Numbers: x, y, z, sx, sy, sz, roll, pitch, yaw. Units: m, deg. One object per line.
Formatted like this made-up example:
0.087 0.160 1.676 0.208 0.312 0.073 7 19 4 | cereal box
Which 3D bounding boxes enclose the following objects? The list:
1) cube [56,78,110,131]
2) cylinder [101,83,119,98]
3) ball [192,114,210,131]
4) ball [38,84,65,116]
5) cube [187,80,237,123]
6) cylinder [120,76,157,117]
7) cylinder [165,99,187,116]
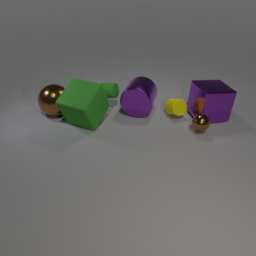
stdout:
-1.793 -0.972 11.397 1.400 1.400 1.400 15 61 22 | cube
-0.866 -1.710 12.776 0.700 0.700 0.700 4 31 24 | cylinder
2.890 -0.213 11.092 0.700 0.700 0.700 0 32 0 | ball
-3.211 -1.214 12.230 1.400 1.400 1.400 0 32 0 | ball
3.526 -1.167 12.031 1.400 1.400 1.400 -4 32 -15 | cube
0.497 -1.399 12.485 1.400 1.400 1.400 9 33 13 | cylinder
2.080 -0.914 12.210 0.700 0.700 0.700 -14 15 -21 | cylinder
